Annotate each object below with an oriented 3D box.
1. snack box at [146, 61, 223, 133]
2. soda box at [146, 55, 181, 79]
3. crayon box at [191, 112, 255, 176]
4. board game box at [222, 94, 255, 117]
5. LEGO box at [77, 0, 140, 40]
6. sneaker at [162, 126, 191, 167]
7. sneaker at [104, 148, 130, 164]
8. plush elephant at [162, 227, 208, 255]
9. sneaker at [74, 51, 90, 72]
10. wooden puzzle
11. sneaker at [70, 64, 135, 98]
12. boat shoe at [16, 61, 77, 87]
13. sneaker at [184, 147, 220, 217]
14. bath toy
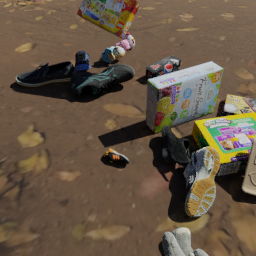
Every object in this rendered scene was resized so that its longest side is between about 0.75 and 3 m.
[{"bbox_3d":[2.173,-1.210,10.987,2.972,2.114,0.787,-19,45,-20],"label":"snack box"},{"bbox_3d":[1.794,-3.003,14.103,1.917,0.607,0.678,-31,50,-29],"label":"soda box"},{"bbox_3d":[3.926,0.501,10.125,2.541,0.741,2.192,-8,42,-9],"label":"crayon box"},{"bbox_3d":[5.069,-0.766,11.828,1.943,0.336,1.316,14,44,16],"label":"board game box"},{"bbox_3d":[-0.817,-5.031,11.939,2.145,1.597,0.828,29,12,5],"label":"LEGO box"},{"bbox_3d":[1.745,0.585,9.897,1.014,0.584,1.944,-20,42,27],"label":"sneaker"},{"bbox_3d":[-0.404,1.099,9.826,0.974,0.341,0.438,27,65,27],"label":"sneaker"},{"bbox_3d":[1.121,3.273,6.061,2.203,2.071,2.674,-16,44,-17],"label":"plush elephant"},{"bbox_3d":[-2.270,-3.266,13.614,0.795,0.883,2.267,-13,19,-3],"label":"sneaker"},{"bbox_3d":[4.562,1.366,8.862,1.670,0.418,1.804,16,81,4],"label":"wooden puzzle"},{"bbox_3d":[-1.106,-2.058,12.884,2.998,1.130,1.188,-13,53,-2],"label":"sneaker"},{"bbox_3d":[-3.955,-2.681,13.543,2.899,0.902,1.082,-10,45,-8],"label":"boat shoe"},{"bbox_3d":[2.194,1.710,8.855,0.873,1.012,2.308,35,63,-18],"label":"sneaker"},{"bbox_3d":[-0.394,-4.486,15.512,1.103,0.937,2.536,23,46,23],"label":"bath toy"}]
